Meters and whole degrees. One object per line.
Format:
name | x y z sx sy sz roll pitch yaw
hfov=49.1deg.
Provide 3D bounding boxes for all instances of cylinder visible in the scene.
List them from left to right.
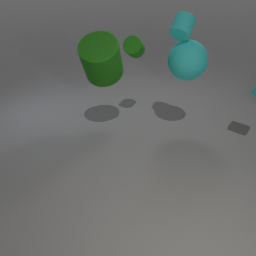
cylinder | -0.929 -2.394 9.827 1.400 1.400 1.400 -3 62 5
cylinder | 0.237 -3.041 10.525 0.700 0.700 0.700 9 5 15
cylinder | 1.827 -3.404 9.394 0.700 0.700 0.700 17 76 27

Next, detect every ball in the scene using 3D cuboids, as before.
ball | 2.109 -2.387 9.892 1.400 1.400 1.400 0 30 0

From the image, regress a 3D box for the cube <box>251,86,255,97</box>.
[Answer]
cube | 4.662 -1.333 9.254 0.700 0.700 0.700 39 77 12
